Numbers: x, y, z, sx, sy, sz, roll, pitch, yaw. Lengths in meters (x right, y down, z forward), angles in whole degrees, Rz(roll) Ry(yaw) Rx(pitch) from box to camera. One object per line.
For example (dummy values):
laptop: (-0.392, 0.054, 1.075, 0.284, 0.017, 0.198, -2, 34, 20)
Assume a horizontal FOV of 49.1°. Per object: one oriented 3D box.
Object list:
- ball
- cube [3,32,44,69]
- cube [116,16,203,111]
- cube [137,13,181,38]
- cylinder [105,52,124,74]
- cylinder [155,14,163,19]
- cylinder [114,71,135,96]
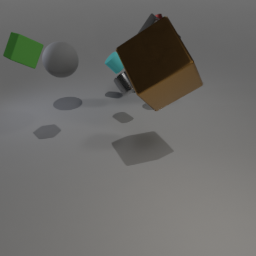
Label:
ball: (-2.653, -2.692, 11.056, 1.400, 1.400, 1.400, 0, 29, 0)
cube: (-2.850, -2.111, 7.620, 0.700, 0.700, 0.700, 16, 9, -43)
cube: (0.792, -1.476, 6.805, 1.400, 1.400, 1.400, -29, 68, 15)
cube: (1.279, -4.022, 12.544, 1.400, 1.400, 1.400, 29, 25, -20)
cylinder: (-0.551, -2.889, 12.426, 0.700, 0.700, 0.700, -39, 26, 24)
cylinder: (1.417, -5.069, 13.603, 0.700, 0.700, 0.700, -21, 9, 3)
cylinder: (-0.060, -1.637, 10.279, 0.700, 0.700, 0.700, -33, -3, -2)
